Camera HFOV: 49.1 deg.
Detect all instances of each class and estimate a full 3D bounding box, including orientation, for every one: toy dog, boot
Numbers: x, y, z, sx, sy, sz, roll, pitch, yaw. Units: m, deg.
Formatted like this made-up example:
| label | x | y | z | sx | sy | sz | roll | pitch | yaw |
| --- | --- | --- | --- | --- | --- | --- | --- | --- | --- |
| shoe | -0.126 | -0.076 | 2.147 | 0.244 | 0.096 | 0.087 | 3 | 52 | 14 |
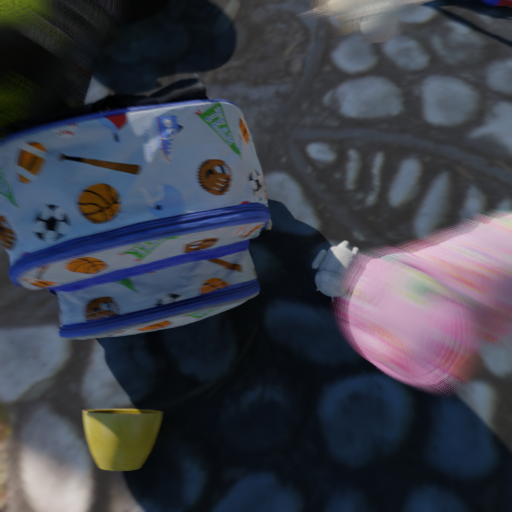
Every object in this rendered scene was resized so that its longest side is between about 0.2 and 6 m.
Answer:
| label | x | y | z | sx | sy | sz | roll | pitch | yaw |
| --- | --- | --- | --- | --- | --- | --- | --- | --- | --- |
| toy dog | 1.115 | -2.833 | 5.892 | 1.163 | 1.763 | 0.849 | -42 | 113 | 3 |
| boot | -3.164 | -5.112 | 10.063 | 2.634 | 1.047 | 3.026 | 41 | 73 | 18 |

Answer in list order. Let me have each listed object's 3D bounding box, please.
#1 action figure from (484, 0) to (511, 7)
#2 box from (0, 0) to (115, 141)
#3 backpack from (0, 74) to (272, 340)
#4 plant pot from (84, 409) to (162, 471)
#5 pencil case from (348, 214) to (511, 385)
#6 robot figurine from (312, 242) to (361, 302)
| label | x | y | z | sx | sy | sz | roll | pitch | yaw |
| --- | --- | --- | --- | --- | --- | --- | --- | --- | --- |
| action figure | 3.652 | -5.428 | 10.022 | 3.093 | 1.531 | 1.009 | 12 | 64 | 9 |
| box | -2.616 | -1.580 | 5.562 | 0.594 | 2.501 | 2.415 | 42 | 52 | -4 |
| backpack | -1.379 | -0.428 | 6.438 | 3.528 | 3.361 | 2.718 | -19 | 82 | -9 |
| plant pot | -1.584 | 2.158 | 6.588 | 0.902 | 0.902 | 0.640 | 2 | 78 | 1 |
| pencil case | 1.495 | 0.196 | 3.846 | 1.948 | 0.852 | 0.852 | -16 | 61 | -40 |
| robot figurine | 1.112 | 0.212 | 7.718 | 0.714 | 0.475 | 0.842 | 30 | 66 | -2 |
